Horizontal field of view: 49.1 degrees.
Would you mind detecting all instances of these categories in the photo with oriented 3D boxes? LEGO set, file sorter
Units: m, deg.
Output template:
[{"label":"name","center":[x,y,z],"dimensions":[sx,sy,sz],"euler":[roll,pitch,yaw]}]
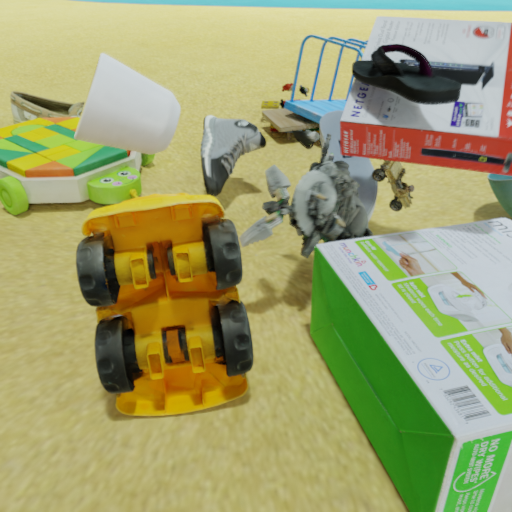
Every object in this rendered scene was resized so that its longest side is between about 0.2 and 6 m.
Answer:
[{"label":"LEGO set","center":[1.314,-0.829,7.678],"dimensions":[0.979,2.243,3.454],"euler":[2,40,48]},{"label":"file sorter","center":[2.563,-4.093,13.304],"dimensions":[2.948,1.809,2.046],"euler":[-13,37,-39]}]

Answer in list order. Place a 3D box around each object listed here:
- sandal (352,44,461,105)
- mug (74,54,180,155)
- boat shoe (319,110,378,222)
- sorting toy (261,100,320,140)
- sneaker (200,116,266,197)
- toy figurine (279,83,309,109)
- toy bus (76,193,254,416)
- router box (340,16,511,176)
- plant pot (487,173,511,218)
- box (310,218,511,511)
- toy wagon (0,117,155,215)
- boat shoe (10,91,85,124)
[{"label":"sandal","center":[1.616,-2.032,6.059],"dimensions":[0.651,0.414,1.731],"euler":[-12,31,-16]},{"label":"mug","center":[-1.684,-2.009,7.569],"dimensions":[1.177,1.148,1.434],"euler":[17,38,-21]},{"label":"boat shoe","center":[1.519,-1.293,9.999],"dimensions":[0.994,1.147,2.691],"euler":[-6,54,1]},{"label":"sorting toy","center":[0.926,-3.243,13.730],"dimensions":[1.318,0.462,2.733],"euler":[-10,34,-16]},{"label":"sneaker","center":[-0.383,-1.884,10.044],"dimensions":[1.146,0.745,1.985],"euler":[-4,51,1]},{"label":"toy figurine","center":[1.033,-4.299,15.222],"dimensions":[0.735,0.747,0.519],"euler":[13,18,15]},{"label":"toy bus","center":[-0.970,0.237,6.402],"dimensions":[1.593,2.348,2.254],"euler":[-7,25,-4]},{"label":"router box","center":[2.261,-2.058,6.915],"dimensions":[2.014,0.548,2.244],"euler":[10,55,16]},{"label":"plant pot","center":[4.822,-1.027,9.332],"dimensions":[1.599,1.077,1.599],"euler":[-19,12,4]},{"label":"box","center":[2.321,0.948,5.937],"dimensions":[2.653,1.454,3.007],"euler":[-8,32,-14]},{"label":"toy wagon","center":[-3.569,-1.813,11.043],"dimensions":[4.207,0.832,3.264],"euler":[23,39,33]},{"label":"boat shoe","center":[-4.691,-3.508,13.748],"dimensions":[2.828,0.890,1.031],"euler":[8,32,13]}]
